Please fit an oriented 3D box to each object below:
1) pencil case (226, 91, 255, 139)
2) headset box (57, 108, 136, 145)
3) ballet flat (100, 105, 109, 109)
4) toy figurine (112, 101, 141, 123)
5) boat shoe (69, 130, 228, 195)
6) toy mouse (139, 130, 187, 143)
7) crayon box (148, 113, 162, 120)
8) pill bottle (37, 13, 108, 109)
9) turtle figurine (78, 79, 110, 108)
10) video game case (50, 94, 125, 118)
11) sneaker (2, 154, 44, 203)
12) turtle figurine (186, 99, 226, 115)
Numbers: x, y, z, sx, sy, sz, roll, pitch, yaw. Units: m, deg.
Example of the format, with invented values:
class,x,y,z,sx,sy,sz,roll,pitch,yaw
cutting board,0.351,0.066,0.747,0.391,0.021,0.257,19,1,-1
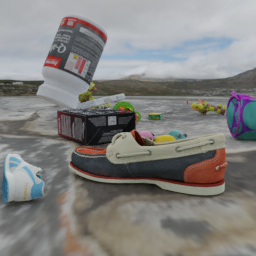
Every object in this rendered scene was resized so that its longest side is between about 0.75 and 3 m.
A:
class,x,y,z,sx,sy,sz,roll,pitch,yaw
pencil case,3.697,-0.292,6.550,2.558,1.182,1.089,-1,35,8
headset box,-0.863,-0.103,6.937,1.338,0.694,1.798,-6,9,-36
ballet flat,-1.084,-0.809,12.728,0.530,0.530,1.501,-2,8,-17
toy figurine,-0.010,-0.330,9.387,1.069,0.803,0.984,23,18,-12
boat shoe,0.165,0.363,3.693,2.187,0.684,0.778,3,10,27
toy mouse,0.724,0.214,6.074,1.568,0.303,1.393,2,8,15
crayon box,1.102,-0.470,11.221,0.467,0.229,0.785,2,8,12
pill bottle,-1.885,-2.154,9.397,1.647,2.842,1.647,20,-6,2
turtle figurine,-1.859,-1.436,13.241,2.044,0.816,2.535,33,-30,-29
video game case,-1.653,-0.926,11.672,2.415,0.276,2.198,-13,6,32
sneaker,-1.268,0.586,3.342,0.419,0.397,1.037,4,13,-26
turtle figurine,3.654,-0.933,13.044,1.646,0.657,2.041,6,2,-6
